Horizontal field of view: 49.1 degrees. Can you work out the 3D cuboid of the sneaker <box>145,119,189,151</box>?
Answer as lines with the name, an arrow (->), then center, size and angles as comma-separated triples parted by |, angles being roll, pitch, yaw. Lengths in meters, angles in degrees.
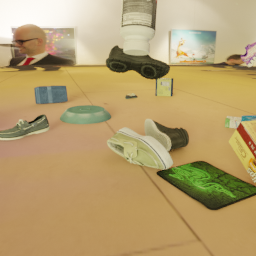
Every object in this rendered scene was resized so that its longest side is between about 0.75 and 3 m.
sneaker -> 1.287, 0.195, 9.401 | 0.999, 0.712, 2.014 | -4, 22, -21

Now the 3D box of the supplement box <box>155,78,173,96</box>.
supplement box -> 2.356, -2.659, 18.168 | 1.100, 1.102, 0.740 | 3, 17, 11

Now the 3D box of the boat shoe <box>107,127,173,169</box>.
boat shoe -> 0.261, 0.665, 7.810 | 0.774, 0.898, 2.495 | -35, 27, -18

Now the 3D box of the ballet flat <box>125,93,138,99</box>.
ballet flat -> 0.231, -1.992, 17.320 | 0.926, 0.338, 0.338 | -11, 20, -34

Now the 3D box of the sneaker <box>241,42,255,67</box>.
sneaker -> 3.271, -2.068, 7.222 | 0.427, 0.965, 0.388 | 32, 32, 4

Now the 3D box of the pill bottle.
pill bottle -> 0.235, -2.465, 6.403 | 0.821, 1.483, 0.821 | 4, 3, 0

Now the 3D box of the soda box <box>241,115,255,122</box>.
soda box -> 4.471, 0.254, 8.874 | 0.765, 0.809, 2.384 | -2, 16, -6

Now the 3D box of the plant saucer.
plant saucer -> -1.920, -0.672, 12.714 | 2.328, 0.418, 2.328 | 0, 16, 0

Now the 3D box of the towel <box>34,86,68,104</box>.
towel -> -4.323, -1.883, 15.759 | 1.767, 0.987, 0.429 | -5, 17, -16

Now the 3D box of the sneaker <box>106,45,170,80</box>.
sneaker -> 0.513, -3.114, 12.717 | 2.919, 1.108, 1.325 | 13, 59, -6

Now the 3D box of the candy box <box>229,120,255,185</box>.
candy box -> 4.131, 0.570, 6.643 | 2.892, 0.800, 1.669 | -5, 49, -15

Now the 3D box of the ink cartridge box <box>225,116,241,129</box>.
ink cartridge box -> 4.361, -0.214, 11.261 | 0.820, 0.359, 0.596 | 6, 18, 25

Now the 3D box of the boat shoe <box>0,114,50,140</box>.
boat shoe -> -3.827, -0.051, 10.211 | 0.750, 0.636, 2.059 | 15, 22, 41

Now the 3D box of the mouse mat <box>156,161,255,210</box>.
mouse mat -> 1.874, 1.283, 6.754 | 1.641, 0.077, 2.039 | -9, 18, -28
